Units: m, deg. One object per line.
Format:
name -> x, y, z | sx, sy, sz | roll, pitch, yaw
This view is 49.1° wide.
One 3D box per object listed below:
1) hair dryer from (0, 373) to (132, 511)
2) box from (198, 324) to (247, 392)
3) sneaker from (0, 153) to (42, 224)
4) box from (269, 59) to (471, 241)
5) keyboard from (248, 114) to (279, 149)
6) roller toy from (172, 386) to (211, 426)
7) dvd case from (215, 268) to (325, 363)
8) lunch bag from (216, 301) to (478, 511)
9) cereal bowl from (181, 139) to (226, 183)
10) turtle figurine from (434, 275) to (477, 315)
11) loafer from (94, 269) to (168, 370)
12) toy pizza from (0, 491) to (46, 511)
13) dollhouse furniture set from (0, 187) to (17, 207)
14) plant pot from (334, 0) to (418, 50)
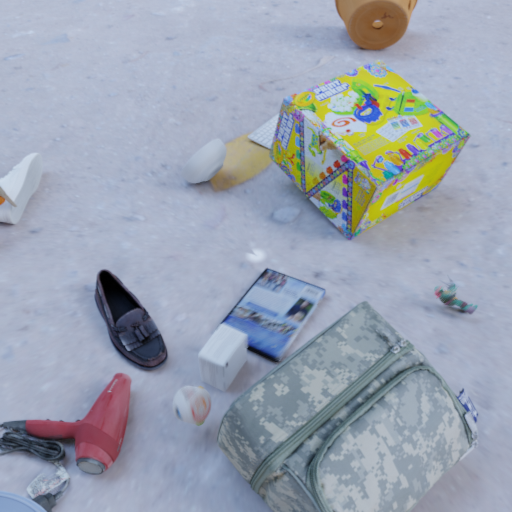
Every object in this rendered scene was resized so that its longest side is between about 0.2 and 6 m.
hair dryer -> -2.557, 2.332, 7.559 | 2.187, 0.594, 1.666 | -33, 54, -30
box -> -0.488, 1.515, 8.345 | 0.444, 0.675, 0.679 | 22, 48, 20
sneaker -> -5.167, -1.480, 11.424 | 1.126, 0.718, 1.949 | 6, 45, 1
box -> 2.166, -2.183, 11.083 | 2.670, 1.629, 2.571 | -29, 66, -27
keyboard -> 0.951, -3.390, 13.806 | 0.811, 0.154, 2.882 | 27, 50, 25
roller toy -> -0.863, 1.976, 7.467 | 0.355, 0.463, 0.508 | -1, 70, 40
dvd case -> 0.259, 0.925, 9.296 | 1.192, 0.147, 1.670 | 19, 48, 25
lunch bag -> 1.170, 2.189, 6.936 | 2.659, 1.853, 2.230 | -32, 69, -28
cereal bowl -> -1.024, -1.910, 11.721 | 0.458, 1.100, 1.100 | 47, 56, 2
turtle figurine -> 3.247, 0.652, 9.274 | 0.792, 0.399, 0.593 | 37, 20, 1
loafer -> -2.087, 0.979, 8.933 | 0.719, 0.630, 2.000 | -26, 50, -25
toy pizza -> -3.201, 3.784, 6.145 | 2.288, 0.363, 2.288 | 3, 50, -4
dollhouse furniture set -> -5.686, -0.870, 10.640 | 1.820, 0.938, 1.801 | -42, 60, -14
plant pot -> 3.527, -7.315, 16.435 | 2.518, 2.518, 1.763 | 4, 61, 4
